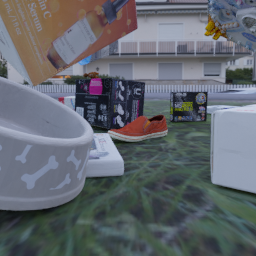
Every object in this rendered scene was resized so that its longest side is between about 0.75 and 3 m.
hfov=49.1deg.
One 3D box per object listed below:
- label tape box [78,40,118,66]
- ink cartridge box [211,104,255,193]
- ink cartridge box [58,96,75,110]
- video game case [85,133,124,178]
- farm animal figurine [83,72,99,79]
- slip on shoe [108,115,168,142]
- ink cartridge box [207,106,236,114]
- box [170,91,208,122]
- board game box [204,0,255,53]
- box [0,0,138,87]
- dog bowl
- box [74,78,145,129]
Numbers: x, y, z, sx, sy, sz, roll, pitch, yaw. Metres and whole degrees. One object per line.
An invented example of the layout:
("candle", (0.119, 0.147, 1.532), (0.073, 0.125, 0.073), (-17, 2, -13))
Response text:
("label tape box", (-1.426, -3.152, 10.665), (1.748, 0.578, 1.252), (-29, 57, -31))
("ink cartridge box", (2.261, 0.194, 3.662), (1.631, 0.936, 2.246), (7, 11, 37))
("ink cartridge box", (-2.454, -1.217, 13.875), (1.585, 0.656, 1.155), (4, 10, 24))
("video game case", (-1.390, 0.392, 4.597), (2.372, 0.277, 2.156), (-1, 8, -9))
("farm animal figurine", (-2.626, -2.342, 18.174), (1.323, 2.538, 2.510), (-3, 37, -36))
("slip on shoe", (0.251, -0.011, 6.425), (1.739, 0.532, 0.644), (-9, 14, -40))
("ink cartridge box", (4.196, -0.778, 12.161), (1.541, 0.313, 1.544), (-6, 11, -36))
("box", (2.053, -0.727, 9.469), (1.275, 1.021, 0.282), (-2, 10, -16))
("board game box", (3.141, -2.614, 7.072), (2.779, 0.360, 2.780), (36, -2, 21))
("box", (-1.352, -2.547, 5.494), (2.763, 2.104, 1.469), (-36, 54, -20))
("dog bowl", (-1.428, -0.034, 3.205), (2.270, 0.666, 2.270), (25, 11, -5))
("box", (-0.593, -0.730, 8.290), (1.198, 1.380, 2.088), (-1, 7, -36))
